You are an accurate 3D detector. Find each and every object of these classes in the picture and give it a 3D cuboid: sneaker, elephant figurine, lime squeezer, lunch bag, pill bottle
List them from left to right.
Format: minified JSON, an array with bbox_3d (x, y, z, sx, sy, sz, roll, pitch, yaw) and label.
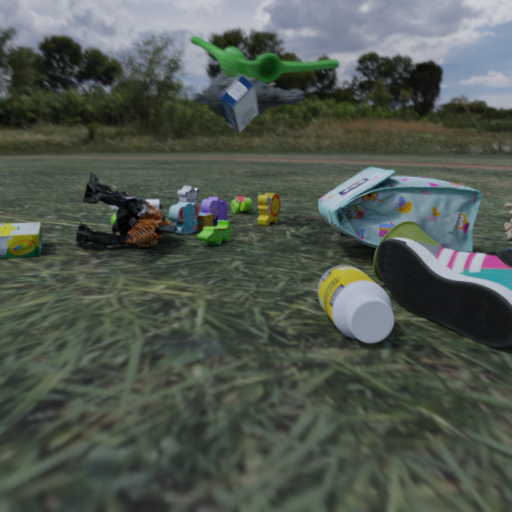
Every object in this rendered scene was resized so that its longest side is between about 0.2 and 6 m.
[{"bbox_3d":[-0.237,-3.834,13.537,1.547,1.696,2.186,34,7,-33],"label":"elephant figurine"},{"bbox_3d":[0.007,-4.241,12.358,3.471,0.655,1.226,13,27,12],"label":"lime squeezer"},{"bbox_3d":[1.303,0.633,7.329,0.761,0.761,1.359,-2,13,-7],"label":"pill bottle"},{"bbox_3d":[2.715,-0.907,11.438,2.788,1.700,2.375,5,12,-3],"label":"lunch bag"},{"bbox_3d":[3.098,0.272,7.904,1.645,1.139,2.725,-12,25,-24],"label":"sneaker"}]

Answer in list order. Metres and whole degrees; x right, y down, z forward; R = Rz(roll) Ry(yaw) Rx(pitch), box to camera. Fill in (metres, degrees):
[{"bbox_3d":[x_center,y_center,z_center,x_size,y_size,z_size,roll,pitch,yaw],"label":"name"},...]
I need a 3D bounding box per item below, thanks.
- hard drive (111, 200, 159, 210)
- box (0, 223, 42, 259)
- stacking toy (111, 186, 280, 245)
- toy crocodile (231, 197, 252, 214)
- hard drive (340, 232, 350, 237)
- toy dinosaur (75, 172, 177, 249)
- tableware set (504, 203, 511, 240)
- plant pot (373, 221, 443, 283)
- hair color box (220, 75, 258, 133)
[{"bbox_3d":[-3.868,-1.643,18.013,1.476,0.197,0.973,-3,14,-9],"label":"hard drive"},{"bbox_3d":[-5.729,-0.293,11.674,2.322,0.562,1.362,-2,14,-18],"label":"box"},{"bbox_3d":[-1.432,-1.109,14.351,2.875,0.896,3.813,7,16,26],"label":"stacking toy"},{"bbox_3d":[-0.441,-1.600,17.170,0.555,0.508,1.644,-2,13,-9],"label":"toy crocodile"},{"bbox_3d":[2.925,-0.676,13.791,1.590,0.301,1.111,5,15,16],"label":"hard drive"},{"bbox_3d":[-2.726,-0.828,12.248,2.126,1.600,3.133,13,-10,-15],"label":"toy dinosaur"},{"bbox_3d":[6.573,-1.198,13.615,1.515,0.459,2.293,-43,-6,25],"label":"tableware set"},{"bbox_3d":[2.676,0.150,9.005,1.142,1.142,1.085,-8,27,-32],"label":"plant pot"},{"bbox_3d":[-0.336,-3.132,11.638,0.394,0.651,1.302,43,-5,10],"label":"hair color box"}]
